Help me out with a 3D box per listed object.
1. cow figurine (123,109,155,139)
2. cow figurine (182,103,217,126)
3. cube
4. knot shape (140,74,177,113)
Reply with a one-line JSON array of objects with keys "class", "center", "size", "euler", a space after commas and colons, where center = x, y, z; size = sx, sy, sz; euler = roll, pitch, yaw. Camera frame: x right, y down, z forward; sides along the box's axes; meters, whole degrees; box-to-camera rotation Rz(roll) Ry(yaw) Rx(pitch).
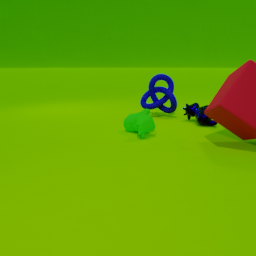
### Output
[{"class": "cow figurine", "center": [0.269, -0.115, 7.699], "size": [1.150, 0.631, 1.132], "euler": [-12, 16, 36]}, {"class": "cow figurine", "center": [2.299, -0.436, 9.029], "size": [1.104, 0.616, 1.122], "euler": [-4, 29, 19]}, {"class": "cube", "center": [2.774, -0.584, 6.536], "size": [1.248, 1.248, 1.248], "euler": [35, -5, 2]}, {"class": "knot shape", "center": [1.222, -1.096, 10.111], "size": [1.362, 1.455, 0.672], "euler": [45, 19, 17]}]
